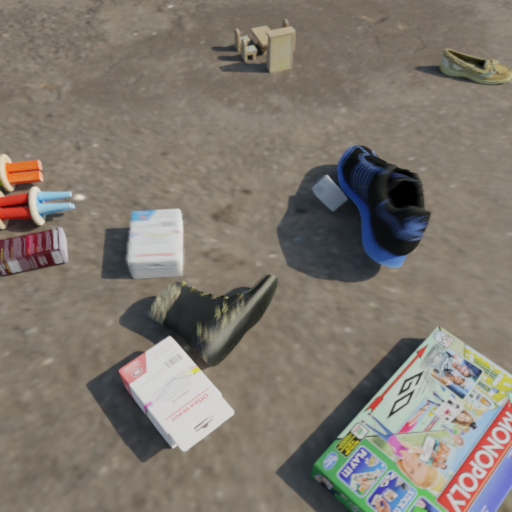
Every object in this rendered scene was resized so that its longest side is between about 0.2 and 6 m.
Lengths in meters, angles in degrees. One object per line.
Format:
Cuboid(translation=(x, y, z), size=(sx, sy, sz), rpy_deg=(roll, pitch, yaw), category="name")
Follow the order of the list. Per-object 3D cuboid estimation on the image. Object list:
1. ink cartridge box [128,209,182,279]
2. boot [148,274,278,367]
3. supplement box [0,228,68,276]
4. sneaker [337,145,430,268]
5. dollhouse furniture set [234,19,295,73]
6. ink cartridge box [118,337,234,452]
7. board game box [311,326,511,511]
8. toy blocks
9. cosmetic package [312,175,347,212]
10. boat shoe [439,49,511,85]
Cuboid(translation=(-1.778, -0.215, 10.019), size=(0.881, 0.516, 1.219), rpy_deg=(-3, 50, -3), category="ink cartridge box")
Cuboid(translation=(-0.659, 0.716, 9.103), size=(1.431, 0.684, 1.895), rpy_deg=(30, 57, 20), category="boot")
Cuboid(translation=(-3.996, -0.081, 9.997), size=(1.154, 0.351, 0.628), rpy_deg=(-12, 46, -10), category="supplement box")
Cuboid(translation=(2.350, -1.261, 10.169), size=(1.114, 1.237, 3.177), rpy_deg=(11, 41, -19), category="sneaker")
Cuboid(translation=(0.342, -5.494, 14.111), size=(1.409, 0.998, 1.534), rpy_deg=(-16, 52, -13), category="dollhouse furniture set")
Cuboid(translation=(-1.138, 2.063, 8.106), size=(0.942, 0.546, 1.618), rpy_deg=(-32, 56, -24), category="ink cartridge box")
Cuboid(translation=(2.520, 2.577, 7.753), size=(2.044, 0.442, 3.037), rpy_deg=(36, 59, 27), category="board game box")
Cuboid(translation=(-4.554, -1.270, 10.751), size=(2.075, 0.754, 1.730), rpy_deg=(-6, 51, -5), category="toy blocks")
Cuboid(translation=(1.405, -1.196, 10.735), size=(0.397, 0.482, 0.397), rpy_deg=(-42, 34, 14), category="cosmetic package")
Cuboid(translation=(5.396, -4.653, 13.703), size=(1.723, 0.542, 0.629), rpy_deg=(18, 52, 14), category="boat shoe")
